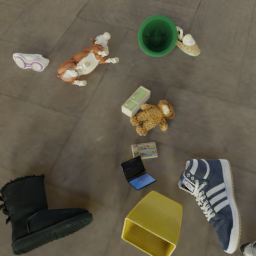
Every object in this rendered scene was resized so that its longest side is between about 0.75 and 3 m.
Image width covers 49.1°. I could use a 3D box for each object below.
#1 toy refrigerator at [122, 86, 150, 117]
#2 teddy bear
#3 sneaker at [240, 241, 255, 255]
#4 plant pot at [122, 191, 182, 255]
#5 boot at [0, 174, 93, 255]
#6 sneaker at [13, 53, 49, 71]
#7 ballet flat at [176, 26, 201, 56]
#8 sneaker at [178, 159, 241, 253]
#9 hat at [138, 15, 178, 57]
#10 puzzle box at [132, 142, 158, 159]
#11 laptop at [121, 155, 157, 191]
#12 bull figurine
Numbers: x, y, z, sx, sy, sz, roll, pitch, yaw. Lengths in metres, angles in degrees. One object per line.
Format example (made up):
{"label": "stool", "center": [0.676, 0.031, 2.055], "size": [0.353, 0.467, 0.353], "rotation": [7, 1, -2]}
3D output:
{"label": "toy refrigerator", "center": [0.318, -1.026, 10.706], "size": [0.467, 0.431, 1.231], "rotation": [33, 64, 18]}
{"label": "teddy bear", "center": [0.929, -0.416, 10.243], "size": [1.742, 0.582, 1.263], "rotation": [-13, 61, -7]}
{"label": "sneaker", "center": [3.437, 3.922, 7.432], "size": [2.543, 0.954, 1.468], "rotation": [-31, 58, -29]}
{"label": "plant pot", "center": [0.783, 2.667, 7.917], "size": [1.425, 1.425, 1.257], "rotation": [25, 50, 15]}
{"label": "boot", "center": [-2.519, 2.326, 8.378], "size": [2.515, 0.931, 2.061], "rotation": [-20, 58, -10]}
{"label": "sneaker", "center": [-4.090, -2.839, 11.856], "size": [1.568, 0.587, 0.781], "rotation": [19, 42, 10]}
{"label": "ballet flat", "center": [2.395, -3.959, 12.393], "size": [0.722, 0.668, 2.047], "rotation": [-39, 66, -21]}
{"label": "sneaker", "center": [2.335, 2.155, 8.359], "size": [1.559, 1.007, 2.874], "rotation": [8, 51, -1]}
{"label": "hat", "center": [1.289, -4.078, 12.755], "size": [1.690, 1.796, 2.040], "rotation": [31, 91, -4]}
{"label": "puzzle box", "center": [0.582, 0.796, 9.762], "size": [0.838, 0.107, 0.557], "rotation": [-7, 58, -4]}
{"label": "laptop", "center": [0.342, 1.427, 9.003], "size": [0.821, 0.479, 0.927], "rotation": [-20, 91, -33]}
{"label": "bull figurine", "center": [-1.511, -2.793, 11.376], "size": [2.912, 0.948, 1.768], "rotation": [-44, 40, -17]}
